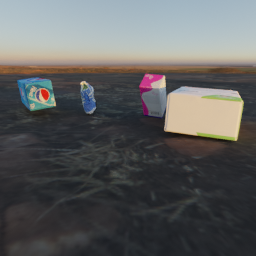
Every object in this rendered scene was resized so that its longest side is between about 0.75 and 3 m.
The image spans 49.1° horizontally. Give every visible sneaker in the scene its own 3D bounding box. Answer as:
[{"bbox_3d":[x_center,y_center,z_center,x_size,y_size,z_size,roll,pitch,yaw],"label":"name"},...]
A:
[{"bbox_3d":[-1.522,-1.112,10.345,0.545,0.554,1.438,-24,55,10],"label":"sneaker"}]

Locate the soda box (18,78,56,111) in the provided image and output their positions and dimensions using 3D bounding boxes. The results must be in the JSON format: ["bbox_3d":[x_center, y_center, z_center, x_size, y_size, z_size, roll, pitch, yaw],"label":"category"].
[{"bbox_3d":[-3.500,-1.345,10.543,0.893,0.944,2.782,-14,17,-24],"label":"soda box"}]

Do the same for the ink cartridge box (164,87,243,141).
[{"bbox_3d":[2.148,-0.523,7.867,1.782,1.029,2.449,8,14,17],"label":"ink cartridge box"}]

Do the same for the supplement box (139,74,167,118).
[{"bbox_3d":[0.855,-1.041,9.224,0.671,1.325,0.685,10,52,20],"label":"supplement box"}]
